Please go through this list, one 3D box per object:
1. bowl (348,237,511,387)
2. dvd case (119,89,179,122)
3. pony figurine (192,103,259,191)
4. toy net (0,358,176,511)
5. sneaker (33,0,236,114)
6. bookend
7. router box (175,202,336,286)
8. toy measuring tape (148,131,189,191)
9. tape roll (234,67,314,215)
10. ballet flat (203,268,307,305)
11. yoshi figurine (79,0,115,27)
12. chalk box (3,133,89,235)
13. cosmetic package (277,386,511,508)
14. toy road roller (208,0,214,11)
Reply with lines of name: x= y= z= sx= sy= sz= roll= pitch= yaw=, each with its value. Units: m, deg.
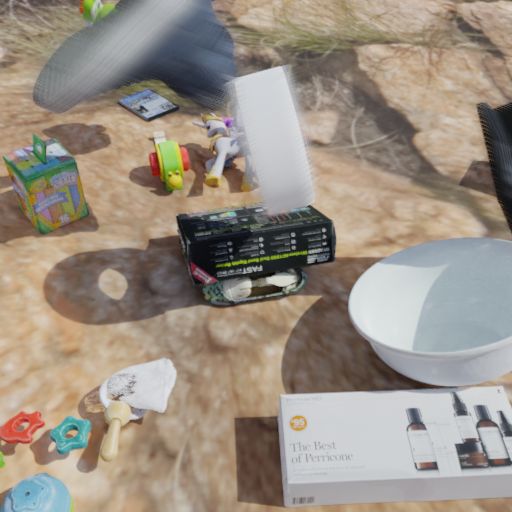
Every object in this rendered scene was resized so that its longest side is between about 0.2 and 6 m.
bowl: x=2.534 y=0.856 z=7.224 sx=2.539 sy=1.141 sz=2.539 roll=-15 pitch=26 yaw=8
dvd case: x=-2.456 y=-3.467 z=12.841 sx=0.858 sy=0.106 sz=1.203 roll=-32 pitch=51 yaw=-31
pony figurine: x=-0.262 y=-2.176 z=10.706 sx=1.813 sy=1.564 sz=1.878 roll=-11 pitch=59 yaw=2
toy net: x=-2.059 y=2.095 z=6.705 sx=1.347 sy=0.496 sz=2.568 roll=27 pitch=48 yaw=30
sneaker: x=-1.437 y=-2.339 z=7.412 sx=2.572 sy=1.859 sz=0.978 roll=-38 pitch=52 yaw=2
bookend: x=3.974 y=-1.300 z=7.022 sx=1.889 sy=1.878 sz=0.870 roll=-18 pitch=47 yaw=19
router box: x=-0.068 y=-0.290 z=8.635 sx=2.185 sy=0.679 sz=1.637 roll=-9 pitch=21 yaw=-10
toy measuring tape: x=-1.759 y=-2.068 z=10.889 sx=0.802 sy=0.802 sz=2.180 roll=-11 pitch=44 yaw=-11
tape roll: x=0.223 y=-1.355 z=6.664 sx=0.576 sy=1.647 sz=1.647 roll=-14 pitch=44 yaw=4
ballet flat: x=0.000 y=0.388 z=8.347 sx=1.588 sy=0.590 sz=0.590 roll=-11 pitch=44 yaw=-10
yoshi figurine: x=-2.154 y=-3.298 z=8.296 sx=0.691 sy=1.234 sz=0.694 roll=-15 pitch=71 yaw=-2
chalk box: x=-3.593 y=-1.317 z=9.523 sx=0.937 sy=1.513 sz=0.941 roll=-29 pitch=50 yaw=-27
cosmetic package: x=1.628 y=2.160 z=6.449 sx=2.691 sy=0.681 sz=1.111 roll=-2 pitch=42 yaw=-2
toy road roller: x=-1.249 y=-4.461 z=9.685 sx=0.928 sy=0.781 sz=1.272 roll=15 pitch=87 yaw=13
